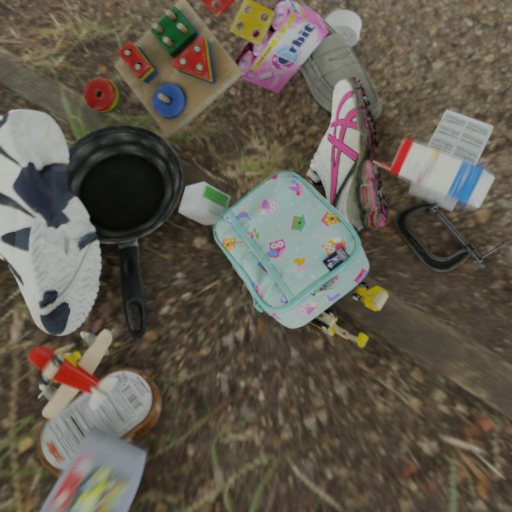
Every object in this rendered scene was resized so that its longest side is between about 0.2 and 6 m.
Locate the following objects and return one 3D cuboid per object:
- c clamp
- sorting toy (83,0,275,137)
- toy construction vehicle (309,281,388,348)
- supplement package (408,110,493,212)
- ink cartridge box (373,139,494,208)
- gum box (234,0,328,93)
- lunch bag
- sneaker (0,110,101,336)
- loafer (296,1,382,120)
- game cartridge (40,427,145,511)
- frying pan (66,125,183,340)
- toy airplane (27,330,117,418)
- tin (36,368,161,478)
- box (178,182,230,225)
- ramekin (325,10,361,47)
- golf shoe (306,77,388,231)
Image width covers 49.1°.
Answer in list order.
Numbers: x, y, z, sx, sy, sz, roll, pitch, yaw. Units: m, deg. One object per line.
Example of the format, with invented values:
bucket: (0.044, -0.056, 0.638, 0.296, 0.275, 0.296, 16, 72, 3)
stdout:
c clamp: (3.036, -0.337, 9.094, 1.270, 0.201, 1.487, -34, 66, -13)
sorting toy: (-1.390, -3.429, 9.866, 3.640, 0.616, 1.755, -38, 84, 13)
toy construction vehicle: (1.262, 0.691, 8.279, 1.196, 0.421, 1.041, 23, 69, 25)
supplement package: (3.204, -1.576, 9.293, 0.820, 1.066, 1.115, 26, 62, 15)
ink cartridge box: (2.564, -1.245, 8.131, 1.508, 0.876, 0.507, 30, 105, 28)
gum box: (0.408, -3.797, 10.270, 0.919, 1.620, 0.536, 9, 51, -38)
lunch bag: (0.454, -0.101, 8.252, 1.760, 0.846, 2.195, -36, 54, -2)
sneaker: (-3.713, -0.323, 8.538, 2.159, 1.324, 3.318, -16, 93, 33)
loafer: (1.369, -3.656, 10.571, 1.027, 1.025, 2.936, -27, 63, -15)
game cartridge: (-1.958, 2.864, 6.736, 0.905, 0.278, 1.360, 22, 63, 12)
frying pan: (-1.865, -0.613, 9.002, 2.151, 0.579, 3.556, -33, 73, -11)
toy airplane: (-2.282, 1.477, 7.108, 1.024, 1.020, 0.723, -14, 23, -22)
tin: (-2.084, 2.200, 7.472, 1.724, 0.361, 0.965, -36, 61, -19)
box: (-0.829, -0.827, 8.966, 0.564, 0.562, 0.483, -3, 67, 51)
ramekin: (1.737, -4.531, 11.292, 0.747, 0.747, 0.364, 5, 67, 3)
golf shoe: (1.391, -1.717, 9.252, 1.284, 1.012, 2.789, -9, 67, 21)
